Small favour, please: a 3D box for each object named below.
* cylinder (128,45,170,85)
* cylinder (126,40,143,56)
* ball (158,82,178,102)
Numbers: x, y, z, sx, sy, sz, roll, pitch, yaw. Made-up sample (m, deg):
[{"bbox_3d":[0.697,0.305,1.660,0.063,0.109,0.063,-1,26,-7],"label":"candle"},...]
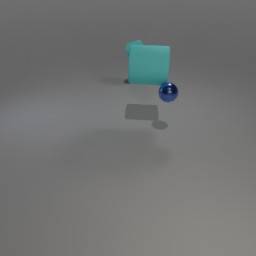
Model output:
[{"bbox_3d":[0.765,-2.286,10.218,1.400,1.400,1.400,4,30,4],"label":"cylinder"},{"bbox_3d":[0.351,-3.941,13.939,0.700,0.700,0.700,-9,24,26],"label":"cylinder"},{"bbox_3d":[1.418,-1.249,9.857,0.700,0.700,0.700,0,30,0],"label":"ball"}]
